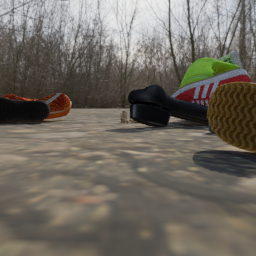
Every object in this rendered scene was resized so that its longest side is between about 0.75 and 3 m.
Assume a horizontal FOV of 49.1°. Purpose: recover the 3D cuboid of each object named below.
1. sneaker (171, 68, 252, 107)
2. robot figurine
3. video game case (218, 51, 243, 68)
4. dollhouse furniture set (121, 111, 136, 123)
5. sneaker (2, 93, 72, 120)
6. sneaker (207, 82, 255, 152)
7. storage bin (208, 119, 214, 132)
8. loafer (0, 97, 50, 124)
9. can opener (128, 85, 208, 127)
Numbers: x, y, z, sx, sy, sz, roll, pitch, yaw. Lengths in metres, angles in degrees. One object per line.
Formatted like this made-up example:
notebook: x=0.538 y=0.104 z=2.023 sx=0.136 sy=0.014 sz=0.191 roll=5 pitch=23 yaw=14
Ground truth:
sneaker: x=2.460 y=-0.656 z=8.209 sx=2.654 sy=1.493 sz=0.945 roll=-22 pitch=-33 yaw=11
robot figurine: x=2.775 y=-1.423 z=10.178 sx=1.705 sy=2.586 sz=2.947 roll=31 pitch=43 yaw=0
video game case: x=4.259 y=-1.633 z=11.484 sx=0.316 sy=2.609 sz=2.866 roll=-20 pitch=4 yaw=2
dollhouse furniture set: x=0.216 y=-0.366 z=9.148 sx=0.799 sy=0.390 sz=0.681 roll=1 pitch=5 yaw=14
sneaker: x=-3.517 y=-0.603 z=10.196 sx=2.880 sy=1.051 sz=1.111 roll=-1 pitch=-21 yaw=-14
sneaker: x=2.033 y=-0.061 z=3.213 sx=1.048 sy=0.871 sz=2.325 roll=2 pitch=10 yaw=-36
storage bin: x=2.184 y=-0.210 z=5.850 sx=1.006 sy=0.732 sz=0.676 roll=4 pitch=16 yaw=40
loafer: x=-3.702 y=-0.497 z=9.025 sx=2.348 sy=0.857 sz=0.833 roll=6 pitch=-6 yaw=-8
can opener: x=1.309 y=-0.498 z=7.680 sx=2.835 sy=1.115 sz=0.899 roll=9 pitch=1 yaw=-23
